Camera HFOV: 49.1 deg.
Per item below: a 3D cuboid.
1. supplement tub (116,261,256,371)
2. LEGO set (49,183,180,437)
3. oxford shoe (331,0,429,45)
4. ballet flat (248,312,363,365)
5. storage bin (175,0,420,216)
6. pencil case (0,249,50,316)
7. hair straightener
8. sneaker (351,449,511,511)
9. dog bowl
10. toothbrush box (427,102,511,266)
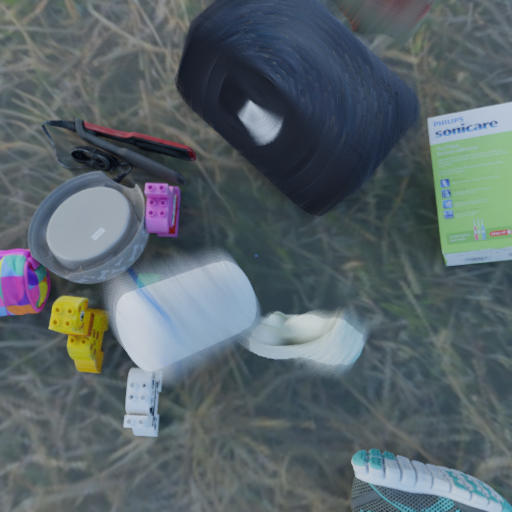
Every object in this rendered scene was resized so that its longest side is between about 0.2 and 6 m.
[{"bbox_3d":[-0.983,0.816,7.920,1.710,1.128,1.128,-19,75,-38],"label":"supplement tub"},{"bbox_3d":[-2.185,0.625,8.474,1.561,1.679,4.092,2,76,1],"label":"LEGO set"},{"bbox_3d":[1.496,-3.716,8.400,2.036,0.761,0.717,19,46,-2],"label":"oxford shoe"},{"bbox_3d":[0.563,1.061,7.924,0.750,2.091,0.750,4,84,-44],"label":"ballet flat"},{"bbox_3d":[0.531,-2.401,8.573,3.234,2.186,1.516,41,69,-3],"label":"storage bin"},{"bbox_3d":[-4.653,0.446,8.803,2.597,1.148,1.148,-2,76,-4],"label":"pencil case"},{"bbox_3d":[-2.472,-1.713,9.614,2.759,0.564,1.062,18,77,4],"label":"hair straightener"},{"bbox_3d":[2.526,3.709,8.256,2.469,0.958,1.126,14,93,7],"label":"sneaker"},{"bbox_3d":[-2.616,-0.426,9.009,1.968,0.577,1.968,-6,59,11],"label":"dog bowl"},{"bbox_3d":[3.771,-1.128,8.994,1.704,1.007,2.341,-8,76,20],"label":"toothbrush box"}]
